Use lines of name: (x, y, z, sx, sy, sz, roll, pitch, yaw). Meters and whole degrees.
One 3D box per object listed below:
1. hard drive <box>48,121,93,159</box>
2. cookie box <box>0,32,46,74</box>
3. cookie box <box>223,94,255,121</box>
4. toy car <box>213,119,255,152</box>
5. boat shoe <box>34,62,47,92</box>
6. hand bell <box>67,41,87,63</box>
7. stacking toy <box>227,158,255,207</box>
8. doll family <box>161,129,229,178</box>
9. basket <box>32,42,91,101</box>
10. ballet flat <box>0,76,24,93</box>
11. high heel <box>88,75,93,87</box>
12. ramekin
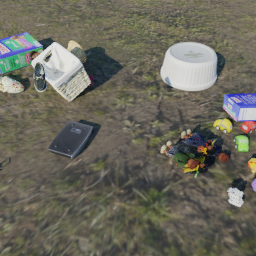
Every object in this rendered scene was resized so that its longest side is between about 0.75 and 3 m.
hard drive: (-2.194, 0.456, 10.925, 1.159, 0.364, 1.719, 14, 44, 15)
cookie box: (-6.322, -4.231, 15.634, 2.568, 0.965, 2.197, -29, 51, -27)
cookie box: (5.252, -0.900, 11.873, 1.896, 0.713, 1.622, -1, 25, -2)
toy car: (4.459, 0.214, 11.155, 1.846, 0.412, 1.737, 3, 42, 3)
boat shoe: (-2.033, -1.174, 6.424, 0.289, 0.231, 0.764, -13, 61, -13)
hand bell: (-3.591, -3.349, 14.779, 1.355, 1.355, 2.602, 32, 63, 30)
stacking toy: (4.605, 1.914, 8.643, 2.519, 0.592, 1.899, 15, 41, 44)
doll family: (2.499, 0.896, 9.962, 2.767, 1.086, 1.599, -31, 46, -34)
basket: (-3.082, -2.621, 13.161, 1.646, 1.498, 2.428, -44, 55, -7)
ballet flat: (-6.123, -2.233, 13.646, 2.181, 0.697, 0.825, 14, 50, 15)
high heel: (-2.341, -2.200, 13.615, 1.331, 0.640, 0.449, -20, 47, -14)
ramekin: (3.154, -3.249, 14.254, 2.945, 1.371, 2.945, 0, 41, 0)
